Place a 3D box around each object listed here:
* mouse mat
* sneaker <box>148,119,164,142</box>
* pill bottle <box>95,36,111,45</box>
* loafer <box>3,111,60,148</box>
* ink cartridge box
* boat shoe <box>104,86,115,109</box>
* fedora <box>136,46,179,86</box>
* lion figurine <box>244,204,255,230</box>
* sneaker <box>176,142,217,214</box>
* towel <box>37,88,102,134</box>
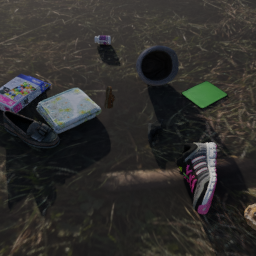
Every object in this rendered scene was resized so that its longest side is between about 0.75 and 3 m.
[{"bbox_3d":[3.450,-1.535,12.640,1.711,0.064,1.377,-27,51,-23],"label":"mouse mat"},{"bbox_3d":[1.074,0.089,10.805,0.592,0.341,1.135,0,41,7],"label":"sneaker"},{"bbox_3d":[-1.428,-4.949,15.749,0.852,0.478,0.478,4,45,3],"label":"pill bottle"},{"bbox_3d":[-3.733,0.032,10.547,2.486,0.782,0.893,19,48,18],"label":"loafer"},{"bbox_3d":[-4.780,-1.645,12.463,1.457,0.512,2.442,22,47,20],"label":"ink cartridge box"},{"bbox_3d":[-0.567,-0.992,9.018,0.296,0.872,0.314,0,49,-13],"label":"boat shoe"},{"bbox_3d":[1.262,-2.924,13.182,2.042,1.806,0.922,-15,17,-14],"label":"fedora"},{"bbox_3d":[4.653,2.486,8.176,2.558,0.927,1.567,-17,38,-35],"label":"lion figurine"},{"bbox_3d":[2.134,1.461,8.980,1.244,1.049,2.844,9,42,10],"label":"sneaker"},{"bbox_3d":[-2.452,-0.762,11.570,2.123,0.511,1.817,-29,55,-26],"label":"towel"}]
